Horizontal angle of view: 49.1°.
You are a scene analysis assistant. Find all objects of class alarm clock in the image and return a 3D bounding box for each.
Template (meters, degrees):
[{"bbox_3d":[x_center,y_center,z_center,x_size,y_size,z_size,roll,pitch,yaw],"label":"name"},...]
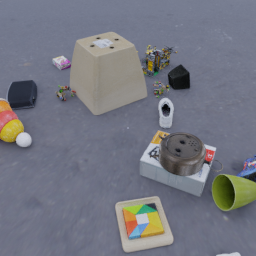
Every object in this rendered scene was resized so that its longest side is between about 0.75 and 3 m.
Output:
[{"bbox_3d":[1.880,0.821,8.678,2.146,0.715,1.448,21,45,19],"label":"alarm clock"}]

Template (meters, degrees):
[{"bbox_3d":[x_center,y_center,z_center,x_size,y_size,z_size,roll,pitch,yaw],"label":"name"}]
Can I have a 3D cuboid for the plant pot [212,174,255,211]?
[{"bbox_3d":[3.340,1.921,8.479,1.142,1.068,1.068,2,38,-20],"label":"plant pot"}]

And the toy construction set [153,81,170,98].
[{"bbox_3d":[1.589,-1.875,13.257,0.638,0.693,0.831,8,29,-18],"label":"toy construction set"}]

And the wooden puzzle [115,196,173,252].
[{"bbox_3d":[0.429,2.675,8.027,1.407,0.283,1.521,-7,41,-9],"label":"wooden puzzle"}]

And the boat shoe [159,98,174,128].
[{"bbox_3d":[1.588,-0.802,11.844,0.676,0.643,1.878,8,41,9],"label":"boat shoe"}]

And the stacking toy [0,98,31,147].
[{"bbox_3d":[-4.519,0.037,10.622,2.141,1.564,1.564,36,49,10],"label":"stacking toy"}]

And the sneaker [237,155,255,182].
[{"bbox_3d":[4.099,1.396,9.370,1.715,0.646,0.673,-19,36,-34],"label":"sneaker"}]

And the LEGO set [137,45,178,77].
[{"bbox_3d":[1.249,-3.894,14.880,2.465,1.428,1.896,-31,49,-32],"label":"LEGO set"}]

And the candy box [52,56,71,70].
[{"bbox_3d":[-3.641,-3.586,15.394,0.667,0.298,0.978,-27,47,-27],"label":"candy box"}]

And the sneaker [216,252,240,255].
[{"bbox_3d":[2.417,3.723,6.656,0.763,0.598,1.535,-2,31,8],"label":"sneaker"}]

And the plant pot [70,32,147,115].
[{"bbox_3d":[-0.958,-2.692,12.657,2.818,2.495,2.815,-22,45,-25],"label":"plant pot"}]

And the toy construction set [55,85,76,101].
[{"bbox_3d":[-2.950,-1.674,12.988,0.856,0.714,0.658,-9,24,-42],"label":"toy construction set"}]

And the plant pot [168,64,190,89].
[{"bbox_3d":[2.441,-2.391,13.605,0.812,0.914,0.916,-22,44,-7],"label":"plant pot"}]

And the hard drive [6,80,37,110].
[{"bbox_3d":[-4.926,-1.586,12.943,1.322,0.415,1.960,-7,41,-8],"label":"hard drive"}]

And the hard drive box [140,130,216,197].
[{"bbox_3d":[1.678,1.126,9.443,2.114,0.812,1.648,17,44,19],"label":"hard drive box"}]
